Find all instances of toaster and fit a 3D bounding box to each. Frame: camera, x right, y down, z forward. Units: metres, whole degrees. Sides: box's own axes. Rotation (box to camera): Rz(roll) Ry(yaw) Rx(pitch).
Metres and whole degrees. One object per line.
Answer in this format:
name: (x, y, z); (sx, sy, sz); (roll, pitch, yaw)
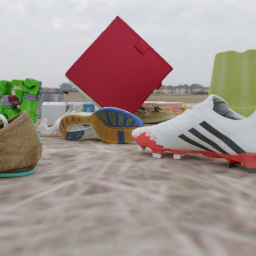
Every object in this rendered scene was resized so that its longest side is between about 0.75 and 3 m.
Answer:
toaster: (-3.607, -1.063, 12.703); (1.882, 1.216, 1.069); (-2, 7, -16)

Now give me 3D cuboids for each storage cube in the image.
storage cube: (-0.351, -1.678, 9.073); (2.598, 2.335, 2.220); (42, -2, -9)

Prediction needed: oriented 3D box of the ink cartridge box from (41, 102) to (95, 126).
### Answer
ink cartridge box: (-2.044, -0.496, 9.593); (1.706, 0.733, 1.249); (0, 9, -14)

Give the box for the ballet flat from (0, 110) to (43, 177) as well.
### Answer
ballet flat: (-2.226, 0.125, 2.941); (2.546, 0.921, 0.864); (-3, 12, -21)

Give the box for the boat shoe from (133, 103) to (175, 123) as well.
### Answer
boat shoe: (0.614, -0.600, 10.405); (2.429, 0.761, 0.890); (4, 8, 40)

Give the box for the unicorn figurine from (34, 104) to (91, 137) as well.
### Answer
unicorn figurine: (-1.484, -0.125, 6.709); (1.439, 0.988, 0.531); (23, 24, -44)

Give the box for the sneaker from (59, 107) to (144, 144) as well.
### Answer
sneaker: (-0.497, -0.098, 6.025); (1.941, 0.730, 0.855); (3, 7, 24)

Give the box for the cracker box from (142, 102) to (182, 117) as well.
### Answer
cracker box: (1.141, -0.796, 12.404); (1.739, 0.749, 2.596); (-1, 7, -11)

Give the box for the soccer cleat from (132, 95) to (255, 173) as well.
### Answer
soccer cleat: (0.994, -0.005, 4.062); (2.239, 0.954, 0.768); (6, 9, 43)

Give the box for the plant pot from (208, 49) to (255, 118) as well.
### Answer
plant pot: (4.284, -1.570, 10.823); (2.873, 2.641, 2.873); (-1, 6, 0)

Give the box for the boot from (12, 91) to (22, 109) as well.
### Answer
boot: (-4.838, -0.679, 10.415); (2.066, 1.021, 2.662); (-16, 34, -16)

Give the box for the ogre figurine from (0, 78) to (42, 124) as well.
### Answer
ogre figurine: (-3.037, -0.591, 7.535); (2.325, 1.394, 1.140); (4, 3, 26)

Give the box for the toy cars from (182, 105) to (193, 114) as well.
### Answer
toy cars: (3.411, -0.740, 13.333); (2.271, 0.503, 1.018); (3, 13, -3)
